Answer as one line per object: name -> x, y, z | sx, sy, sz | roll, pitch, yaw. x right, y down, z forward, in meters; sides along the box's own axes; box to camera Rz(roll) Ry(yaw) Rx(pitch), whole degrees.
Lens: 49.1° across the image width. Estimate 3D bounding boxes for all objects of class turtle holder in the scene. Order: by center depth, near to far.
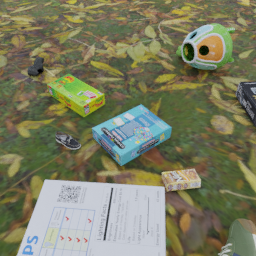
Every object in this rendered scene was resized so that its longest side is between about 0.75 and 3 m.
turtle holder -> 3.471, -3.848, 13.146 | 1.955, 2.091, 2.753 | -17, 46, -17

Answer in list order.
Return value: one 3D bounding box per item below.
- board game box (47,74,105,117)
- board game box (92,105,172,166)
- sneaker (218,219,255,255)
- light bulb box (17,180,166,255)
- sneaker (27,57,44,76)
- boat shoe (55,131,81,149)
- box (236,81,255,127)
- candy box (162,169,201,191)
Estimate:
board game box -> -2.163, -1.397, 11.596 | 2.285, 0.544, 1.161 | 32, 51, 30
board game box -> 0.139, 0.169, 9.882 | 2.226, 0.522, 1.681 | -27, 49, -27
sneaker -> 2.186, 3.245, 6.143 | 1.299, 0.970, 2.894 | 11, 46, 5
light bulb box -> -0.657, 2.795, 6.050 | 2.852, 1.780, 2.827 | 3, 43, 4
sneaker -> -4.256, -2.889, 13.366 | 0.608, 0.509, 1.340 | 16, 51, 3
boat shoe -> -2.111, 0.412, 9.775 | 1.049, 0.317, 0.388 | 25, 48, 25
box -> 6.078, -0.936, 10.932 | 2.936, 0.731, 2.315 | -3, 43, -4
candy box -> 1.593, 1.559, 8.444 | 1.041, 0.288, 0.601 | -5, 27, -6
